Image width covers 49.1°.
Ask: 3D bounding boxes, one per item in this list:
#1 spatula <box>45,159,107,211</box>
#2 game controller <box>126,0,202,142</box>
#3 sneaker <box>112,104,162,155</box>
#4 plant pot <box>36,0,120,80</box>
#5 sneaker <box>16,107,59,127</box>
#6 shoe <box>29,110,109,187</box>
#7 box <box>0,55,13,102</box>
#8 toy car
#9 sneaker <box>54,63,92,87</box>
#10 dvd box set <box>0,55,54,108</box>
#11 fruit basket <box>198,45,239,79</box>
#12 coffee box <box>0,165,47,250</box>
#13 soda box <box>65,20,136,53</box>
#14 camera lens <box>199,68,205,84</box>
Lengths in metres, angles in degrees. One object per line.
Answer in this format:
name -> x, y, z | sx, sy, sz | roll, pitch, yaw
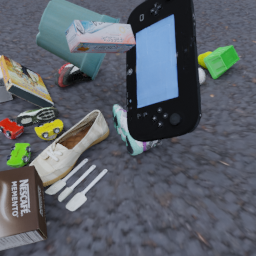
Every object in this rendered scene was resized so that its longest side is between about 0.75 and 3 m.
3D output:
spatula -> -1.239, 1.383, 7.103 | 0.996, 0.115, 1.433 | 21, 45, 30
game controller -> 0.557, -1.152, 5.054 | 1.460, 0.589, 2.799 | -10, 73, 32
sneaker -> 0.369, -0.076, 8.342 | 1.326, 0.737, 1.895 | -14, 53, -18
plant pot -> -1.405, -2.536, 7.712 | 1.810, 1.848, 1.848 | 23, 40, -13
sneaker -> -2.888, -0.470, 8.934 | 1.312, 0.504, 0.581 | -12, 35, -16
shoe -> -1.629, 0.458, 7.594 | 1.003, 0.765, 2.867 | 24, 46, 29
box -> -4.757, -1.729, 9.939 | 0.878, 0.974, 1.732 | -16, 44, -18
toy car -> -2.899, 0.455, 7.888 | 1.963, 0.438, 1.847 | 0, 42, 2
sneaker -> -1.834, -2.101, 10.543 | 1.007, 0.728, 2.060 | 22, 45, 26
dvd box set -> -3.482, -1.557, 9.510 | 0.313, 1.556, 2.127 | -49, 45, 13
fruit basket -> 3.464, -2.622, 11.175 | 1.498, 1.080, 1.498 | -31, 8, 5
coffee box -> -3.047, 1.781, 5.748 | 2.498, 0.996, 1.428 | -10, 58, -11
soda box -> -0.369, -1.284, 3.995 | 0.985, 0.313, 0.337 | -13, 83, -40
camera lens -> 2.421, -1.859, 10.364 | 0.760, 0.608, 0.608 | -19, 45, -20
